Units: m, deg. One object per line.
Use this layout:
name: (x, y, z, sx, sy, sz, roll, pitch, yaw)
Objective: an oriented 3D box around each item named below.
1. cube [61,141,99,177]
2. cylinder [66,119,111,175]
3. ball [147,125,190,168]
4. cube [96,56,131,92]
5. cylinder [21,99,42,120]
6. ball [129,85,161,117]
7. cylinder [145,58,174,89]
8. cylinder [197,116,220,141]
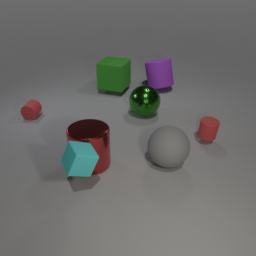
cube: (-1.346, 0.858, 7.773, 0.700, 0.700, 0.700, 10, 26, -37)
cylinder: (-1.295, 0.615, 9.379, 1.400, 1.400, 1.400, 0, 29, 0)
ball: (1.346, 0.613, 9.264, 1.400, 1.400, 1.400, 0, 31, 0)
cube: (-0.724, -2.827, 14.646, 1.400, 1.400, 1.400, 10, 32, 17)
cylinder: (-4.302, -0.819, 12.475, 0.700, 0.700, 0.700, 4, 33, 7)
ball: (0.747, -1.209, 12.474, 1.400, 1.400, 1.400, 0, 31, 0)
cylinder: (1.686, -2.930, 15.021, 1.400, 1.400, 1.400, -9, 17, 3)
cylinder: (3.045, 0.026, 10.606, 0.700, 0.700, 0.700, 3, 34, -2)
